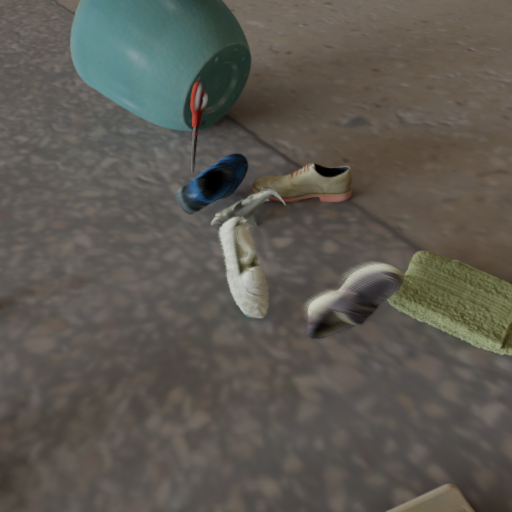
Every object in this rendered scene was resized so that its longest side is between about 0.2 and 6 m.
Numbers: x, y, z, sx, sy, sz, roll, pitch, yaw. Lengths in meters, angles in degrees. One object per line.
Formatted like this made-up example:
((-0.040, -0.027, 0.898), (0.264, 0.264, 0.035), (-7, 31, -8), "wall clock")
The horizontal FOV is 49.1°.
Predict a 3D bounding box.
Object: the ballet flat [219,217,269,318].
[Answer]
((-0.168, 0.136, 8.487), (0.589, 0.589, 1.642), (-14, 72, -15), "ballet flat")

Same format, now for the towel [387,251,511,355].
((3.140, 0.684, 8.647), (1.945, 0.355, 1.443), (25, 48, 24), "towel")

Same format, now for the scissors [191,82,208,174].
((-1.049, -2.164, 9.456), (0.102, 1.467, 0.537), (11, -2, 16), "scissors")

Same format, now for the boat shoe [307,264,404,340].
((1.264, 0.662, 7.355), (0.605, 1.681, 0.545), (34, 48, -20), "boat shoe")

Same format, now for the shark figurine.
((-0.051, -0.825, 10.130), (1.399, 0.584, 0.836), (-25, 7, 23), "shark figurine")

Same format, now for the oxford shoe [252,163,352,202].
((0.887, -1.497, 10.840), (1.949, 0.719, 0.690), (-1, 41, -1), "oxford shoe")

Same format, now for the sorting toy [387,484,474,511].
((1.877, 3.398, 5.558), (1.771, 0.349, 1.914), (-16, 44, -17), "sorting toy")

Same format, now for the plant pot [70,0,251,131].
((-1.804, -4.402, 12.330), (2.759, 3.438, 3.438), (41, 54, 16), "plant pot")

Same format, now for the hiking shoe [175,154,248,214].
((-0.632, -1.417, 10.496), (0.821, 0.705, 1.895), (-24, 17, 47), "hiking shoe")
